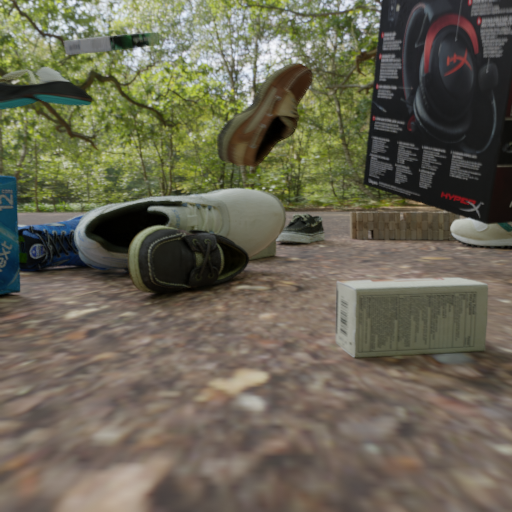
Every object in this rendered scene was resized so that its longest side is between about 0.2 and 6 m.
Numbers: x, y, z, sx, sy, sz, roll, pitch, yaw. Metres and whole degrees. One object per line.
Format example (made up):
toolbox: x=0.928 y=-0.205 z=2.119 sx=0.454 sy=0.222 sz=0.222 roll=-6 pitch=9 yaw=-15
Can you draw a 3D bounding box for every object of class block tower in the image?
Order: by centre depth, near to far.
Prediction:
block tower: x=3.914 y=-0.806 z=14.883 sx=2.762 sy=0.798 sz=0.746 roll=-1 pitch=5 yaw=5

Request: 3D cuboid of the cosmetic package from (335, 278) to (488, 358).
cosmetic package: x=1.066 y=0.413 z=3.905 sx=0.952 sy=0.492 sz=0.415 roll=0 pitch=6 yaw=-9

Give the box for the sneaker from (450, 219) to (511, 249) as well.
sneaker: x=5.705 y=-0.900 z=11.805 sx=1.150 sy=1.527 sz=3.265 roll=-5 pitch=8 yaw=-39

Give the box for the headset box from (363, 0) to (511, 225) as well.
headset box: x=2.980 y=-2.603 z=7.784 sx=1.413 sy=3.766 sz=2.799 roll=-6 pitch=19 yaw=-23

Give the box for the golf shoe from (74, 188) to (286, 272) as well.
golf shoe: x=-0.933 y=-0.341 z=7.679 sx=3.024 sy=1.184 sz=1.470 roll=-11 pitch=-1 yaw=-12

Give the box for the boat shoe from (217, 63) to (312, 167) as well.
boat shoe: x=0.311 y=-2.279 z=9.387 sx=0.835 sy=2.262 sz=0.856 roll=29 pitch=-20 yaw=26

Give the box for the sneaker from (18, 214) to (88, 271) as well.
sneaker: x=-2.983 y=-0.109 z=8.272 sx=2.155 sy=0.846 sz=0.961 roll=-9 pitch=13 yaw=-4

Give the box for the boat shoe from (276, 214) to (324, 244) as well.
boat shoe: x=1.077 y=-0.681 z=13.760 sx=0.785 sy=0.707 sz=2.222 roll=3 pitch=6 yaw=25

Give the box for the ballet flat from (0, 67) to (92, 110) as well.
ballet flat: x=-3.437 y=-2.643 z=8.787 sx=1.693 sy=0.579 sz=0.576 roll=-2 pitch=5 yaw=2

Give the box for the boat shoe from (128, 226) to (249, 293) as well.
boat shoe: x=-0.698 y=0.016 z=6.560 sx=0.696 sy=0.757 sz=2.118 roll=-3 pitch=0 yaw=20

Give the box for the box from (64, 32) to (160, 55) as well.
box: x=-2.101 y=-3.143 z=8.272 sx=0.852 sy=0.215 sz=1.181 roll=6 pitch=26 yaw=26

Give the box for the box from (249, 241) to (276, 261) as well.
box: x=-0.075 y=-0.183 z=9.991 sx=0.401 sy=0.482 sz=1.174 roll=2 pitch=5 yaw=29

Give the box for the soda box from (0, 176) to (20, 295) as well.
soda box: x=-4.535 y=-0.265 z=6.438 sx=3.877 sy=1.315 sz=1.244 roll=3 pitch=7 yaw=27
